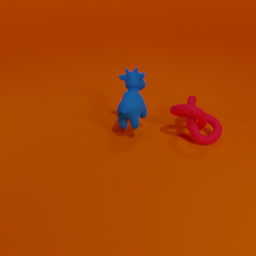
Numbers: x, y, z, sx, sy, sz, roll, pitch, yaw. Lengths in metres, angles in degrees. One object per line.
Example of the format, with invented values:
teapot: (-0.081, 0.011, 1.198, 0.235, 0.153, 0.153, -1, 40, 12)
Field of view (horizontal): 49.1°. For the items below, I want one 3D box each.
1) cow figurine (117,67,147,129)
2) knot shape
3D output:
cow figurine: (0.079, -0.731, 6.659, 0.686, 1.231, 1.251, -1, 28, 22)
knot shape: (1.663, -0.167, 6.616, 1.250, 0.617, 1.335, 50, 22, 14)
